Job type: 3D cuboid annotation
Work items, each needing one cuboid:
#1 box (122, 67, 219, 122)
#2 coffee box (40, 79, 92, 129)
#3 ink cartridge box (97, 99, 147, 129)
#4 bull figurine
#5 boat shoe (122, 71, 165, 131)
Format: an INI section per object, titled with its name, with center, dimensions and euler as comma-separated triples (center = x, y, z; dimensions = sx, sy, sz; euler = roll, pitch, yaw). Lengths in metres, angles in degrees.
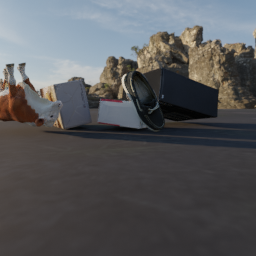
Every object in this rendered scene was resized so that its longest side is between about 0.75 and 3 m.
[box]
center = 1.504, -1.044, 9.899
dimensions = 2.848, 1.123, 2.010
euler = 12, -8, -36
[coffee box]
center = -2.055, -0.753, 8.913
dimensions = 0.920, 1.303, 2.306
euler = -15, 10, -25
[ink cartridge box]
center = 0.005, -0.405, 8.190
dimensions = 1.258, 0.730, 1.705
euler = 6, 5, 15
[bull figurine]
center = -2.857, -0.782, 7.249
dimensions = 2.729, 1.657, 0.889
euler = -1, 16, 37
[boat shoe]
center = 0.451, -0.638, 6.953
dimensions = 0.642, 1.698, 0.512
euler = -43, 16, -21
